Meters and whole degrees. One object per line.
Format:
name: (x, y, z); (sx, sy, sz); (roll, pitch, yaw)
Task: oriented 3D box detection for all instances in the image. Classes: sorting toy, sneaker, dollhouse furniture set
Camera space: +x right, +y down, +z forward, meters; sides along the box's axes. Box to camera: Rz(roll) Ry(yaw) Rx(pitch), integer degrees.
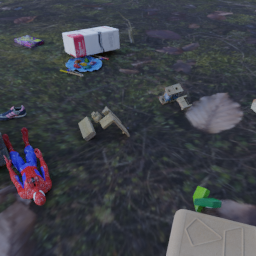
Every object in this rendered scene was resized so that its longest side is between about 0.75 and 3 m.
sorting toy: (1.776, 2.215, 5.502); (1.851, 0.369, 2.504); (7, 41, 17)
sneaker: (-3.822, -0.514, 9.137); (0.920, 0.377, 0.323); (-16, 40, -20)
dollhouse furniture set: (1.609, -0.923, 9.647); (0.641, 0.645, 0.915); (-19, 70, -22)
dollhouse furniture set: (-0.741, 0.042, 8.556); (1.071, 0.872, 1.018); (-39, 40, 7)

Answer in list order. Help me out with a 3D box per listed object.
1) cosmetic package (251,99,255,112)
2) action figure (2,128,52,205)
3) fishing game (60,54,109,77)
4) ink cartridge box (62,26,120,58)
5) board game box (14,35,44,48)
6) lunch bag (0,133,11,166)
cosmetic package: (4.543, -0.612, 9.273); (0.441, 0.372, 0.853); (-9, 38, -12)
action figure: (-2.558, 0.931, 7.039); (0.878, 0.694, 2.684); (-17, 43, -26)
fishing game: (-1.943, -2.914, 12.385); (1.623, 0.352, 2.266); (20, 40, 23)
ink cartridge box: (-1.733, -4.130, 13.294); (2.269, 0.957, 1.643); (-18, 31, -23)
board game box: (-5.186, -4.546, 14.684); (1.399, 0.226, 0.840); (25, 40, 30)
lunch bag: (-4.198, 0.426, 7.313); (1.547, 1.109, 1.886); (-26, 38, -30)
